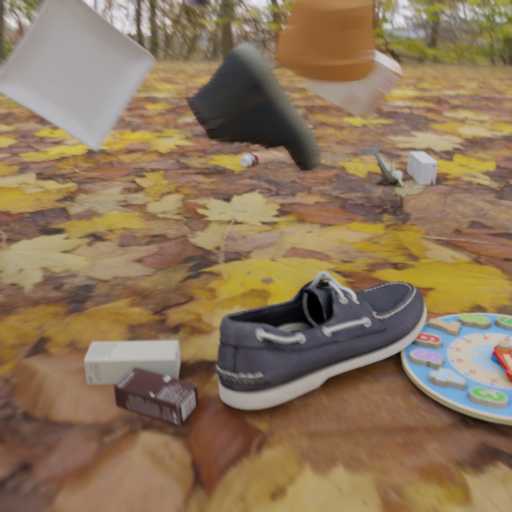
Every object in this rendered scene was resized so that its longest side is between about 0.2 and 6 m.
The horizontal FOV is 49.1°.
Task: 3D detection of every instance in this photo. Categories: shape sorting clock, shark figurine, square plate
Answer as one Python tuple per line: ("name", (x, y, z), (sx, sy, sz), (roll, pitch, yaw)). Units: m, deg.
("shape sorting clock", (3.053, 1.291, 7.003), (2.407, 0.472, 2.407), (0, 24, 0))
("shark figurine", (3.251, -2.148, 14.399), (0.639, 1.532, 0.915), (-29, 44, 30))
("square plate", (-2.826, -2.919, 8.846), (1.869, 1.852, 0.266), (31, 4, -40))

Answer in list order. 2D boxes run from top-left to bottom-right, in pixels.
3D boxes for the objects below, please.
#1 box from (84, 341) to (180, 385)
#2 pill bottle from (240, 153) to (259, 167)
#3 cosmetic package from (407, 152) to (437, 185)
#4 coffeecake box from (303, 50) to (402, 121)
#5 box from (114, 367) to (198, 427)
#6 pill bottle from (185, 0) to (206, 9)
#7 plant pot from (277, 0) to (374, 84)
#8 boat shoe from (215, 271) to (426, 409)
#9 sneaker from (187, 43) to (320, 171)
("box", (-1.533, 1.335, 7.015), (1.120, 0.383, 0.460), (0, 24, -1))
("pill bottle", (-0.191, -2.761, 16.206), (0.333, 0.333, 0.583), (16, 29, 31))
("cosmetic package", (4.421, -2.348, 14.964), (0.444, 0.609, 1.198), (0, 23, 0))
("coffeecake box", (2.032, -3.834, 11.927), (1.654, 1.269, 0.604), (22, 42, -21))
("box", (-1.156, 1.615, 6.480), (0.871, 0.326, 0.436), (8, 26, 22))
("pill bottle", (-0.892, -4.284, 8.973), (0.342, 0.342, 0.616), (-15, -5, -29))
("plant pot", (1.083, -3.376, 8.252), (1.459, 1.021, 1.459), (3, 47, -3))
("boat shoe", (0.972, 0.783, 7.161), (3.445, 1.080, 1.251), (-18, 16, -34))
("sneaker", (-0.013, -1.723, 7.672), (1.133, 2.133, 0.798), (-40, 40, 2))
